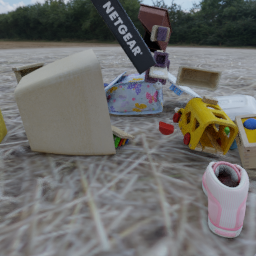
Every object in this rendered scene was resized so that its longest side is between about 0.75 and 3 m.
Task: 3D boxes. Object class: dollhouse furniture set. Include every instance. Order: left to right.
[{"bbox_3d":[-3.177,-1.632,11.245,2.941,1.954,2.578,8,25,45],"label":"dollhouse furniture set"},{"bbox_3d":[1.643,-1.692,7.790,2.249,1.782,1.596,9,30,0],"label":"dollhouse furniture set"}]

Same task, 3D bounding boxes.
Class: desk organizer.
[{"bbox_3d":[0.974,-3.536,10.392,0.953,1.023,2.658,17,7,11],"label":"desk organizer"}]

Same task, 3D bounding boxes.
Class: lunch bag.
[{"bbox_3d":[0.128,-1.603,12.330,2.771,1.762,2.350,-4,17,9],"label":"lunch bag"}]

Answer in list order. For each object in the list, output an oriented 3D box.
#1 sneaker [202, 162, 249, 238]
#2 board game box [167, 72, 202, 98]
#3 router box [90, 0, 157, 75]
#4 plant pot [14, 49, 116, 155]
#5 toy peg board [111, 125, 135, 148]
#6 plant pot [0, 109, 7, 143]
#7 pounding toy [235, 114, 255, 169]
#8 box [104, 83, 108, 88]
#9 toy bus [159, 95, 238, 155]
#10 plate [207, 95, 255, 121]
[{"bbox_3d":[2.026,1.076,5.854,0.852,1.184,2.265,3,19,13],"label":"sneaker"},{"bbox_3d":[1.974,-2.175,12.937,2.779,0.359,2.778,46,20,30],"label":"board game box"},{"bbox_3d":[-0.141,-2.501,6.982,0.547,2.143,1.598,-33,22,11],"label":"router box"},{"bbox_3d":[-1.935,-0.691,8.666,2.409,2.721,2.718,-12,26,-7],"label":"plant pot"},{"bbox_3d":[-0.431,0.270,8.916,0.922,0.451,0.919,28,7,26],"label":"toy peg board"},{"bbox_3d":[-5.040,-0.372,8.728,1.830,1.884,1.842,-3,20,-8],"label":"plant pot"},{"bbox_3d":[3.736,0.282,7.285,1.534,1.185,1.667,-6,38,13],"label":"pounding toy"},{"bbox_3d":[-1.810,-2.416,16.495,1.287,0.344,2.125,19,26,41],"label":"box"},{"bbox_3d":[2.250,-0.312,8.388,2.449,1.266,2.311,33,32,24],"label":"toy bus"},{"bbox_3d":[3.810,-0.864,11.442,2.748,0.444,2.742,-4,17,21],"label":"plate"}]
